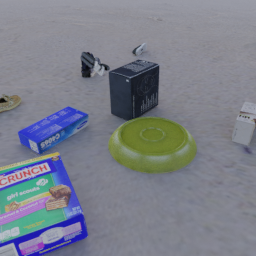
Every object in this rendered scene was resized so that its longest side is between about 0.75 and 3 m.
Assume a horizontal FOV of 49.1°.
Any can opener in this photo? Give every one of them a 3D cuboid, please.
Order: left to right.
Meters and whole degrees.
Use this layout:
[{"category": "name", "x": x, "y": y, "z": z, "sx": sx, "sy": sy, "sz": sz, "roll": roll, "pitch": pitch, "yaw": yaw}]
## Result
[{"category": "can opener", "x": -1.362, "y": -2.596, "z": 11.305, "sx": 1.514, "sy": 0.399, "sz": 0.503, "roll": 39, "pitch": 35, "yaw": 29}]

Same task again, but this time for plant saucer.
[{"category": "plant saucer", "x": 0.778, "y": 0.349, "z": 8.900, "sx": 2.828, "sy": 0.439, "sz": 2.828, "roll": 1, "pitch": 33, "yaw": 0}]

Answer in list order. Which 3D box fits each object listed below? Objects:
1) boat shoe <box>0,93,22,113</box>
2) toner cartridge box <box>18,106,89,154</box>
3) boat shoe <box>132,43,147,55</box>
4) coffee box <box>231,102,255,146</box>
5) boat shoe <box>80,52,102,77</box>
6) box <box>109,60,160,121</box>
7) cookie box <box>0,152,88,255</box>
[{"category": "boat shoe", "x": -4.904, "y": -0.965, "z": 10.875, "sx": 0.618, "sy": 0.529, "sz": 1.687, "roll": 19, "pitch": 37, "yaw": 27}, {"category": "toner cartridge box", "x": -2.429, "y": 0.006, "z": 9.396, "sx": 1.034, "sy": 0.470, "sz": 2.177, "roll": 24, "pitch": 40, "yaw": 31}, {"category": "boat shoe", "x": 0.734, "y": -4.827, "z": 17.033, "sx": 0.411, "sy": 0.498, "sz": 1.451, "roll": 15, "pitch": 37, "yaw": 23}, {"category": "coffee box", "x": 3.969, "y": -0.184, "z": 9.361, "sx": 0.587, "sy": 0.832, "sz": 1.472, "roll": 17, "pitch": 37, "yaw": 24}, {"category": "boat shoe", "x": -1.863, "y": -3.474, "z": 14.360, "sx": 0.838, "sy": 1.040, "sz": 2.243, "roll": 3, "pitch": 33, "yaw": 5}, {"category": "box", "x": 0.260, "y": -1.439, "z": 10.489, "sx": 1.079, "sy": 1.741, "sz": 1.712, "roll": 22, "pitch": 38, "yaw": 33}, {"category": "cookie box", "x": -2.188, "y": 1.704, "z": 6.341, "sx": 1.942, "sy": 0.853, "sz": 2.271, "roll": -15, "pitch": 35, "yaw": -20}]
